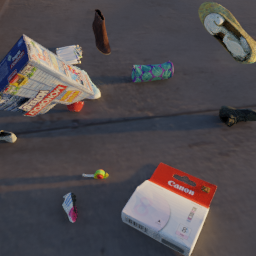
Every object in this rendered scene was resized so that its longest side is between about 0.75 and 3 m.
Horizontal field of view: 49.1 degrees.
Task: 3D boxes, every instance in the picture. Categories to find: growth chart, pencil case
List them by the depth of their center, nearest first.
[{"bbox_3d":[1.160,-2.713,13.425,1.948,0.829,0.900,-6,67,-8],"label":"pencil case"},{"bbox_3d":[-3.196,-3.968,15.209,1.477,0.181,2.041,-9,44,-10],"label":"growth chart"}]

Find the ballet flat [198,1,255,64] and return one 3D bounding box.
[{"bbox_3d":[3.491,-3.398,10.003,1.033,1.033,2.923,-36,80,-31],"label":"ballet flat"}]

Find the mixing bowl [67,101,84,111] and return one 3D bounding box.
[{"bbox_3d":[-2.247,-0.914,11.756,0.767,0.415,0.767,4,3,0],"label":"mixing bowl"}]

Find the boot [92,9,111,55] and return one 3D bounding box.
[{"bbox_3d":[-0.887,-3.175,9.342,0.445,1.024,1.231,-20,69,-17],"label":"boot"}]

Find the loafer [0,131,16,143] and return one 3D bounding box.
[{"bbox_3d":[-4.810,0.253,10.648,1.150,0.401,0.402,8,44,8],"label":"loafer"}]

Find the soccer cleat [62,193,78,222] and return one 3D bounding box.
[{"bbox_3d":[-1.776,2.436,8.485,0.423,0.343,0.981,-21,45,8],"label":"soccer cleat"}]

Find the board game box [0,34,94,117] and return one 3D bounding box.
[{"bbox_3d":[-2.486,-1.142,8.191,2.705,2.706,0.835,7,56,-51],"label":"board game box"}]

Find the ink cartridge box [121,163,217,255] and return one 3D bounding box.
[{"bbox_3d":[1.360,2.164,8.519,2.142,0.752,2.636,22,52,21],"label":"ink cartridge box"}]

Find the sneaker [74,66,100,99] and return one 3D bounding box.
[{"bbox_3d":[-2.043,-2.104,12.751,0.803,0.891,2.174,-31,52,-27],"label":"sneaker"}]

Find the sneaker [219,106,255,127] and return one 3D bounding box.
[{"bbox_3d":[4.434,-0.377,11.183,1.594,0.609,0.913,12,47,16],"label":"sneaker"}]

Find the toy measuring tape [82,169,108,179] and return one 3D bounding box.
[{"bbox_3d":[-1.100,1.535,9.387,0.884,0.325,0.325,3,44,4],"label":"toy measuring tape"}]
